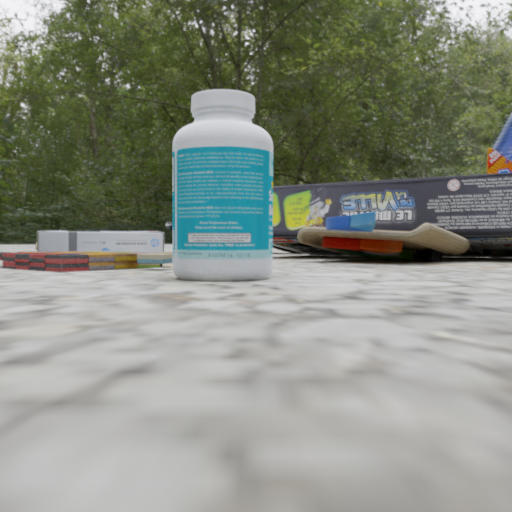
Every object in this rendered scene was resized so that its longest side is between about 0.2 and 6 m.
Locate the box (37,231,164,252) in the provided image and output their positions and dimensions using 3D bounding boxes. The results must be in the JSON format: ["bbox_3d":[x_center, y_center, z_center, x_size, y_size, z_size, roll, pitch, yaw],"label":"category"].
[{"bbox_3d":[-2.715,-0.246,10.147,2.075,0.427,1.618,-1,2,-10],"label":"box"}]

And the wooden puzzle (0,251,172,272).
[{"bbox_3d":[-1.439,0.038,4.703,1.890,0.133,1.121,1,2,41],"label":"wooden puzzle"}]

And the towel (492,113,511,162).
[{"bbox_3d":[4.279,-1.523,6.700,2.567,1.859,0.306,22,13,-19],"label":"towel"}]

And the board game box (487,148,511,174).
[{"bbox_3d":[4.884,-0.880,9.283,1.723,1.723,1.725,2,2,33],"label":"board game box"}]

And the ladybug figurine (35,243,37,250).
[{"bbox_3d":[-4.831,-0.285,13.184,0.650,0.345,0.958,0,1,-2],"label":"ladybug figurine"}]

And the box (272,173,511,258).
[{"bbox_3d":[1.986,-0.418,7.105,3.844,0.667,2.116,1,-6,30],"label":"box"}]

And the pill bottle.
[{"bbox_3d":[-0.191,-0.386,3.234,0.583,1.053,0.583,0,3,0],"label":"pill bottle"}]

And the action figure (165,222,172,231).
[{"bbox_3d":[-1.344,-0.658,11.283,0.802,1.349,0.689,15,-24,-30],"label":"action figure"}]

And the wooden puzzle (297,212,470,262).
[{"bbox_3d":[1.350,-0.108,5.862,2.251,0.263,1.519,10,-8,-44],"label":"wooden puzzle"}]

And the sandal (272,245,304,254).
[{"bbox_3d":[0.180,-0.580,10.566,0.956,0.858,2.608,21,-10,-29],"label":"sandal"}]
